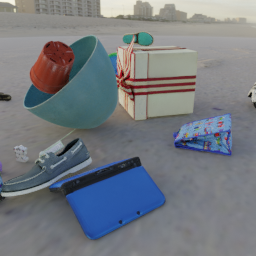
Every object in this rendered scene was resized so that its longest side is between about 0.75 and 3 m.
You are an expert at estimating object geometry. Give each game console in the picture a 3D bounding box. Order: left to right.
[{"bbox_3d":[-0.444,1.306,5.546,1.748,1.034,1.492,-15,-4,-33],"label":"game console"}]

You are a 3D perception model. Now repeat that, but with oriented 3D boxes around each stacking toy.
[{"bbox_3d":[-3.407,0.782,6.505,1.767,0.415,1.332,6,23,16],"label":"stacking toy"}]

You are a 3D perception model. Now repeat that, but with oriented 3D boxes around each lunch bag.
[{"bbox_3d":[2.027,0.162,7.773,1.595,0.750,1.200,-1,23,22],"label":"lunch bag"}]

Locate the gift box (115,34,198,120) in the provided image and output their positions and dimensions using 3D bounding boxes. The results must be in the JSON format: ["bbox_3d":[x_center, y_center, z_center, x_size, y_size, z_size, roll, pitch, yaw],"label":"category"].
[{"bbox_3d":[0.785,-1.978,10.261,2.591,2.775,2.561,-7,18,-14],"label":"gift box"}]

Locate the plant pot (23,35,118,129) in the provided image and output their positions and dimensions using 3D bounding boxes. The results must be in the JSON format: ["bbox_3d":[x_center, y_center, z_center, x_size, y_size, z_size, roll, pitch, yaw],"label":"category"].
[{"bbox_3d":[-1.424,-1.100,8.550,2.873,1.935,2.873,-28,37,24],"label":"plant pot"}]

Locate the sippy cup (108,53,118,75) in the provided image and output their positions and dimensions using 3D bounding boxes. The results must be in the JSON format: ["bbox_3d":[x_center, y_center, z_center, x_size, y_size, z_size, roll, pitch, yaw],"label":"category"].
[{"bbox_3d":[-0.210,-2.836,13.932,2.208,1.734,1.618,38,26,20],"label":"sippy cup"}]

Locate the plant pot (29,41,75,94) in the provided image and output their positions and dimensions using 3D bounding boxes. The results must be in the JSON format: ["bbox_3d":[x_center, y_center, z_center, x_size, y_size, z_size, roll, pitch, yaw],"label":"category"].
[{"bbox_3d":[-1.899,-1.600,7.200,1.062,1.033,1.062,14,57,-22],"label":"plant pot"}]

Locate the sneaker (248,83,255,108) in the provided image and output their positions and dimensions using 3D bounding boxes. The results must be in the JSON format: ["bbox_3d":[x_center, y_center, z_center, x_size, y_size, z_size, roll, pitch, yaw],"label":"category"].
[{"bbox_3d":[5.207,-1.084,10.141,1.075,1.245,2.841,35,21,-3],"label":"sneaker"}]

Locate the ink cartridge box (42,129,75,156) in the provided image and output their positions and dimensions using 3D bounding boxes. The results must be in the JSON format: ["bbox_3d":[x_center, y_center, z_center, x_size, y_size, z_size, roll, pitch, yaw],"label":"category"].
[{"bbox_3d":[-1.613,0.402,6.601,0.907,0.218,0.660,-36,4,-25],"label":"ink cartridge box"}]

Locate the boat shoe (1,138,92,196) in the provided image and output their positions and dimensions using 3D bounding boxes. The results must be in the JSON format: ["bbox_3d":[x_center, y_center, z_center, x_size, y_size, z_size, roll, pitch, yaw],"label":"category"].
[{"bbox_3d":[-1.699,0.779,5.937,0.787,0.668,2.162,-5,11,42],"label":"boat shoe"}]

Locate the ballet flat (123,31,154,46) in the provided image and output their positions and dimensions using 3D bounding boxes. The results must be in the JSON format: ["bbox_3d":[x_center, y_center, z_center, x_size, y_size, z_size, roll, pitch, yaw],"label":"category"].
[{"bbox_3d":[0.434,-3.063,9.597,1.404,0.488,0.488,21,30,39],"label":"ballet flat"}]

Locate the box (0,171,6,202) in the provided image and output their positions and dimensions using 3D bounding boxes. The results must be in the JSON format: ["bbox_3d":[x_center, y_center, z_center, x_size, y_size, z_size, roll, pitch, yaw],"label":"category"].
[{"bbox_3d":[-3.805,0.456,5.307,2.789,1.905,0.526,6,24,14],"label":"box"}]

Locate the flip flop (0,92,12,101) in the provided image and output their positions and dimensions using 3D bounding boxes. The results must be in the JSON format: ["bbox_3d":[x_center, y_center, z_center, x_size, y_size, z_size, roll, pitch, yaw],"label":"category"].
[{"bbox_3d":[-5.264,-1.346,11.734,0.916,0.372,0.264,9,28,10],"label":"flip flop"}]
